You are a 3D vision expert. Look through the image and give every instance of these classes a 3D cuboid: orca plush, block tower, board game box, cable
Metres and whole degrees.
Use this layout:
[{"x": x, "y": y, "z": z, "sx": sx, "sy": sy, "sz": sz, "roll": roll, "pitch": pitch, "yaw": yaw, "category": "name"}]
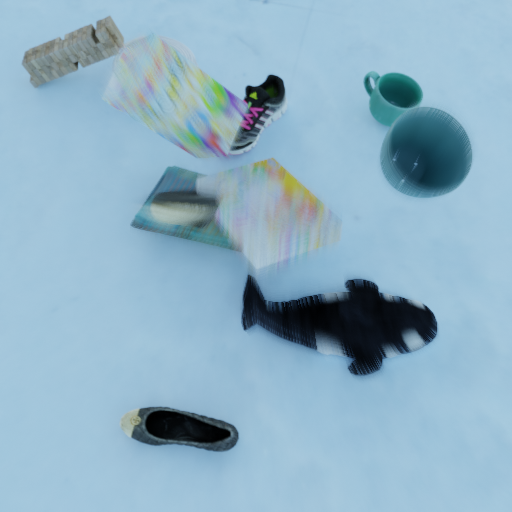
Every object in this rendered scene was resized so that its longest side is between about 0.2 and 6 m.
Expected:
[{"x": 1.408, "y": 0.846, "z": 9.533, "sx": 3.407, "sy": 1.211, "sz": 1.793, "roll": 18, "pitch": 61, "yaw": 13, "category": "orca plush"}, {"x": -4.366, "y": -4.809, "z": 13.223, "sx": 2.412, "sy": 0.697, "sz": 0.651, "roll": -19, "pitch": 50, "yaw": 10, "category": "block tower"}, {"x": 0.173, "y": -0.896, "z": 10.502, "sx": 1.735, "sy": 0.442, "sz": 2.581, "roll": -19, "pitch": 42, "yaw": -20, "category": "board game box"}, {"x": -2.373, "y": -4.395, "z": 13.356, "sx": 2.070, "sy": 0.717, "sz": 2.070, "roll": 3, "pitch": 56, "yaw": 2, "category": "cable"}, {"x": -1.512, "y": -2.929, "z": 10.665, "sx": 1.195, "sy": 2.279, "sz": 1.174, "roll": 8, "pitch": 74, "yaw": 53, "category": "board game box"}]

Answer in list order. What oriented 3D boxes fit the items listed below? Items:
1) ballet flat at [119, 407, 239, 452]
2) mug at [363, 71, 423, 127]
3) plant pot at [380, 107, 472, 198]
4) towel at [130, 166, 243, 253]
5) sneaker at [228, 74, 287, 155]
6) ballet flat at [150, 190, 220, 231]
[{"x": -1.202, "y": 2.657, "z": 8.770, "sx": 1.904, "sy": 0.541, "sz": 0.633, "roll": 6, "pitch": 57, "yaw": 4, "category": "ballet flat"}, {"x": 3.066, "y": -3.541, "z": 12.662, "sx": 1.077, "sy": 0.810, "sz": 1.311, "roll": -9, "pitch": 64, "yaw": -13, "category": "mug"}, {"x": 2.810, "y": -1.677, "z": 9.809, "sx": 1.530, "sy": 1.031, "sz": 1.530, "roll": 1, "pitch": 82, "yaw": -10, "category": "plant pot"}, {"x": -0.847, "y": -0.952, "z": 11.093, "sx": 2.703, "sy": 0.293, "sz": 1.982, "roll": 13, "pitch": 45, "yaw": 9, "category": "towel"}, {"x": -0.097, "y": -3.199, "z": 12.375, "sx": 0.867, "sy": 1.028, "sz": 2.350, "roll": 33, "pitch": 62, "yaw": 20, "category": "sneaker"}, {"x": -0.993, "y": -0.652, "z": 8.592, "sx": 0.835, "sy": 2.512, "sz": 0.714, "roll": 5, "pitch": 97, "yaw": 7, "category": "ballet flat"}]
